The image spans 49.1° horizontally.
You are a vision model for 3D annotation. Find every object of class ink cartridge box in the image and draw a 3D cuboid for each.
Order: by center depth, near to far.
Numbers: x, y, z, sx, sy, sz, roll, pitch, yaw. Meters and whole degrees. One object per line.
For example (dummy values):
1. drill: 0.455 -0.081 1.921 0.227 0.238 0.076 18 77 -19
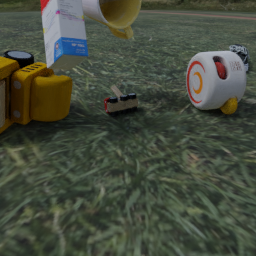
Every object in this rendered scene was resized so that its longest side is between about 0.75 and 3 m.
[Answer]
1. ink cartridge box: -1.616 -2.590 6.924 0.681 2.025 1.176 -5 -3 -33

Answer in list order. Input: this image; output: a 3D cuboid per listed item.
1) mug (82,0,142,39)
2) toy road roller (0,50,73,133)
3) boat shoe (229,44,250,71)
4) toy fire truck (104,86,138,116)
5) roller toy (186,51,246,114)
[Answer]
1. mug: -0.682 -3.604 8.272 1.530 1.910 1.568 -18 32 -35
2. toy road roller: -2.784 -0.873 7.515 2.109 1.776 2.890 16 28 6
3. boat shoe: 5.172 -3.368 13.148 1.035 0.958 2.804 11 29 20
4. toy fire truck: -0.344 -0.887 8.736 0.983 0.719 1.117 -15 19 -25
5. roller toy: 2.704 -1.448 8.569 1.316 1.718 1.883 -6 28 -12
